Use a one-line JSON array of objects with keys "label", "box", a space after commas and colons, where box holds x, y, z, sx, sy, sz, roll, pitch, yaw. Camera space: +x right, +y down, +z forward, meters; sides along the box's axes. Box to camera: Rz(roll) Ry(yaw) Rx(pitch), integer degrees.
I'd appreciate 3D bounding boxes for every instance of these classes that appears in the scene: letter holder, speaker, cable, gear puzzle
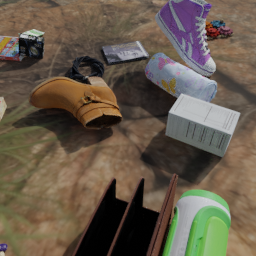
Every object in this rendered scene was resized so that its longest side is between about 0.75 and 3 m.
[{"label": "letter holder", "box": [-0.179, 2.219, 5.044, 1.452, 2.052, 2.888, 15, 49, 14]}, {"label": "speaker", "box": [1.180, 2.606, 5.222, 1.256, 1.256, 2.840, 15, 47, 14]}, {"label": "cable", "box": [-1.483, -2.265, 10.484, 1.240, 0.386, 1.520, 4, 46, 4]}, {"label": "gear puzzle", "box": [3.244, -4.448, 12.573, 2.808, 0.368, 1.454, -12, 47, -11]}]

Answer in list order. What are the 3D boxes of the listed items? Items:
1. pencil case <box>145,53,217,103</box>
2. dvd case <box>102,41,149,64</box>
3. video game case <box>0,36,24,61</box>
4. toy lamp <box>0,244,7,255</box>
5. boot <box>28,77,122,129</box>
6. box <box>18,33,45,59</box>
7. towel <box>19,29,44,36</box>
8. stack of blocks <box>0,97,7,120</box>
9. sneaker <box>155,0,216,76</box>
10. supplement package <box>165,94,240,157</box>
[{"label": "pencil case", "box": [1.747, -1.619, 9.416, 1.132, 1.037, 2.495, -33, 54, -28]}, {"label": "dvd case", "box": [-0.126, -3.110, 11.464, 1.666, 0.133, 1.239, -12, 47, -11]}, {"label": "video game case", "box": [-5.186, -3.353, 11.652, 2.125, 0.185, 1.519, 6, 47, 5]}, {"label": "toy lamp", "box": [-2.474, 2.909, 5.585, 0.338, 0.338, 1.161, -21, 50, -19]}, {"label": "boot", "box": [-1.597, -0.677, 8.559, 2.635, 0.971, 2.039, -16, 48, -14]}, {"label": "box", "box": [-3.785, -3.214, 11.000, 0.926, 0.758, 0.399, 7, 46, -14]}, {"label": "towel", "box": [-4.239, -4.139, 12.321, 0.711, 0.109, 0.932, 24, 39, 24]}, {"label": "stack of blocks", "box": [-4.393, -0.352, 8.633, 0.800, 0.407, 1.389, 0, 47, 0]}, {"label": "sneaker", "box": [2.442, -3.305, 9.770, 3.004, 1.713, 1.089, 48, 41, -9]}, {"label": "supplement package", "box": [2.098, -0.094, 8.003, 1.753, 0.960, 0.997, 22, 50, 20]}]
